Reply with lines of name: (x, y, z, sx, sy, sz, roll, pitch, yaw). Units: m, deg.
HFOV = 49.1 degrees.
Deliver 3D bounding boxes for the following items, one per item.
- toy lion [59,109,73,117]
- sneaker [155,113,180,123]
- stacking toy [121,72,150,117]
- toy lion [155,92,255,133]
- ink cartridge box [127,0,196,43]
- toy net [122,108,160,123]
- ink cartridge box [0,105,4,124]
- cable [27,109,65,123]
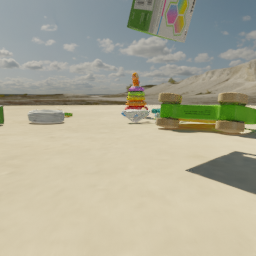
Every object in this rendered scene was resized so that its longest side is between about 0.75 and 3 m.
toy lion: (-3.320, -0.676, 13.698, 1.116, 0.383, 1.070, 2, -1, 22)
sneaker: (1.456, -0.394, 10.062, 1.038, 0.450, 0.389, -1, 4, -25)
stacking toy: (0.404, -1.635, 13.747, 1.194, 2.176, 1.263, 3, 6, 27)
toy lion: (2.411, -0.389, 8.437, 2.941, 1.010, 2.819, 5, 0, 41)
ink cartridge box: (0.793, -2.143, 5.248, 0.516, 0.903, 1.740, 25, 20, 35)
toy net: (1.014, -0.473, 10.738, 2.817, 0.544, 1.478, -8, 12, -43)
ink cartridge box: (-5.154, -0.370, 8.715, 1.126, 0.643, 2.168, 3, 6, 29)
cable: (-3.009, -0.423, 10.296, 1.325, 0.459, 1.326, 3, 7, 12)
